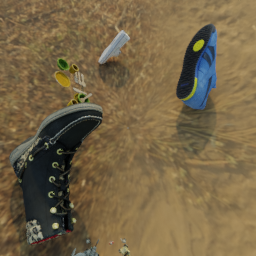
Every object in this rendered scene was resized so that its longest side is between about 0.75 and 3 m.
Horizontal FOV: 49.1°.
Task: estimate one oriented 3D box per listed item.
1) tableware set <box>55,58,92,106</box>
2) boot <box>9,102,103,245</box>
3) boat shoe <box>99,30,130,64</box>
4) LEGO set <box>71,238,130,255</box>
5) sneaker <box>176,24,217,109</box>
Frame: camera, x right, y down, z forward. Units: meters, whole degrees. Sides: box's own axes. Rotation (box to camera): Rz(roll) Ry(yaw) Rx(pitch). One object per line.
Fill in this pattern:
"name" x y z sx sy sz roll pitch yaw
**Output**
"tableware set" -1.419 -1.107 7.314 0.241 1.059 1.571 -32 53 31
"boot" -1.357 1.000 5.821 2.908 1.050 2.197 -33 64 31
"boat shoe" -0.386 -2.299 8.278 0.405 0.411 1.160 37 98 -25
"LEGO set" -0.617 2.646 5.644 1.363 0.386 0.885 -30 85 -6
"sneaker" 2.056 -1.657 7.705 0.934 0.785 2.382 24 77 -30
